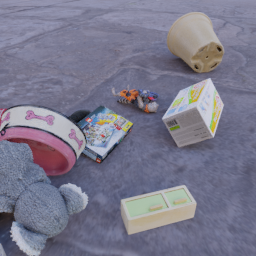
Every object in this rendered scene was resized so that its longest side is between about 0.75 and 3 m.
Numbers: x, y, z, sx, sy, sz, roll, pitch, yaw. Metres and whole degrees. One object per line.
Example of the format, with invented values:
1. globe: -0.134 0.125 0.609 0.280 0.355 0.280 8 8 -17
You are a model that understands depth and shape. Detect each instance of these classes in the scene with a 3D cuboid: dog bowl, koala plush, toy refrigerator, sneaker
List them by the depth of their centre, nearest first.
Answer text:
1. koala plush: -2.590 1.842 7.219 2.640 2.426 2.341 34 46 23
2. toy refrigerator: 0.829 2.226 7.791 1.953 0.683 0.741 -9 35 -14
3. dog bowl: -2.740 0.527 8.720 2.735 2.735 1.008 5 53 7
4. sneaker: -2.419 -0.008 11.134 2.246 0.674 1.171 -15 37 -13

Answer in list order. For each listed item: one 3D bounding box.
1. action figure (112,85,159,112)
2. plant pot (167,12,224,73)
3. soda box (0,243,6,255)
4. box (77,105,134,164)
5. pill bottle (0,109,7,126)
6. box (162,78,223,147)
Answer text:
1. action figure: 0.568 -1.314 13.039 2.106 1.139 2.177 31 16 28
2. plant pot: 4.149 -4.825 16.529 2.996 2.996 2.742 -8 45 -11
3. soda box: -4.281 2.965 6.531 2.775 0.880 0.947 9 35 13
4. box: -1.037 0.150 10.679 1.619 0.447 2.370 30 41 13
5. pill bottle: -5.274 -0.191 10.922 2.031 1.147 1.147 0 34 1
6. box: 2.618 -0.654 10.910 1.480 1.334 2.631 -21 19 35
